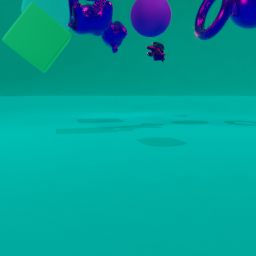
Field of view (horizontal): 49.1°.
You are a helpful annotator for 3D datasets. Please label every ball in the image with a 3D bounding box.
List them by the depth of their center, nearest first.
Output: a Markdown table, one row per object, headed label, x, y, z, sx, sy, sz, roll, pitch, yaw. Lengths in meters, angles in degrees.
| label | x | y | z | sx | sy | sz | roll | pitch | yaw |
| --- | --- | --- | --- | --- | --- | --- | --- | --- | --- |
| ball | 3.289 | -3.262 | 7.426 | 1.205 | 1.205 | 1.205 | 0 | 7 | 0 |
| ball | 0.639 | -3.162 | 7.893 | 1.155 | 1.155 | 1.155 | 0 | 7 | 0 |

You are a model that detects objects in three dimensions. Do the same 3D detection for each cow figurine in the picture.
| label | x | y | z | sx | sy | sz | roll | pitch | yaw |
| --- | --- | --- | --- | --- | --- | --- | --- | --- | --- |
| cow figurine | -0.768 | -2.572 | 7.119 | 1.558 | 1.533 | 0.855 | -15 | 54 | -18 |
| cow figurine | 1.173 | -2.920 | 10.717 | 0.945 | 0.527 | 0.960 | 23 | 49 | 30 |

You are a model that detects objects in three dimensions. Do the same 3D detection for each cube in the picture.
| label | x | y | z | sx | sy | sz | roll | pitch | yaw |
| --- | --- | --- | --- | --- | --- | --- | --- | --- | --- |
| cube | -2.005 | -1.970 | 6.302 | 1.023 | 1.023 | 1.023 | 38 | -2 | -18 |

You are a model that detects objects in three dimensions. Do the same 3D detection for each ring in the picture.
| label | x | y | z | sx | sy | sz | roll | pitch | yaw |
| --- | --- | --- | --- | --- | --- | --- | --- | --- | --- |
| ring | 2.322 | -3.153 | 7.664 | 0.301 | 1.505 | 1.505 | 14 | 2 | -19 |

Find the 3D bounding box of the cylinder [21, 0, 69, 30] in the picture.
| label | x | y | z | sx | sy | sz | roll | pitch | yaw |
| --- | --- | --- | --- | --- | --- | --- | --- | --- | --- |
| cylinder | -2.453 | -3.465 | 8.405 | 1.375 | 1.375 | 1.375 | -3 | 22 | -21 |
